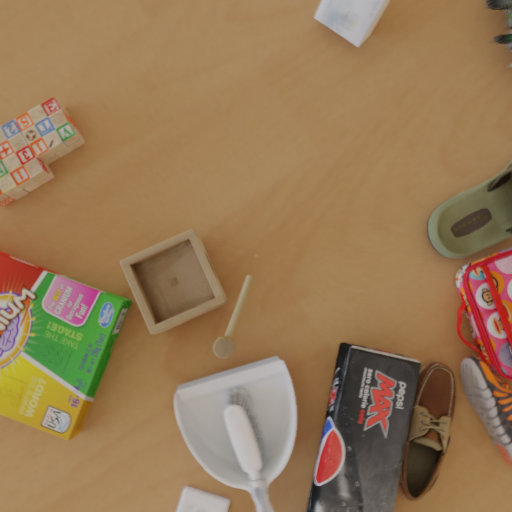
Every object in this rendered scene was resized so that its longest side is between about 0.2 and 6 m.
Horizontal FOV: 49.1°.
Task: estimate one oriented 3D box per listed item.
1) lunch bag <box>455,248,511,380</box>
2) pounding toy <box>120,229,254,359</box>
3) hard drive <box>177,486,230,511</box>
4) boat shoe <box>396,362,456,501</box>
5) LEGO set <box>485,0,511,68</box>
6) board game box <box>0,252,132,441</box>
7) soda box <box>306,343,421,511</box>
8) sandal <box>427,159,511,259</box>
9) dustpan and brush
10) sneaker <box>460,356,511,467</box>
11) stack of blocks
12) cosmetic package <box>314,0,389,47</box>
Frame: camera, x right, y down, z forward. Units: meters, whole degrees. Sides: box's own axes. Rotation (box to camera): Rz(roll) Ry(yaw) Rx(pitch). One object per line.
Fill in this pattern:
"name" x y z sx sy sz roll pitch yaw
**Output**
"lunch bag" 4.134 0.934 9.128 1.777 0.827 2.018 -20 85 3
"pounding toy" -0.883 0.679 9.045 1.799 0.937 2.048 -24 85 -2
"hard drive" -0.971 4.448 9.091 0.782 0.150 1.185 17 85 2
"boat shoe" 2.746 2.819 8.911 0.849 0.805 2.243 15 85 1
"LEGO set" 5.072 -4.477 9.677 3.782 1.072 2.456 -39 88 -16
"board game box" -3.953 1.291 9.144 3.118 0.629 2.386 20 85 2
"soda box" 1.584 3.142 8.750 1.199 1.073 3.389 12 84 1
"sandal" 4.385 -0.992 9.199 3.289 0.938 1.306 -34 86 -3
"dustpan and brush" -0.068 3.223 8.838 1.945 0.797 2.786 -18 94 5
"sneaker" 4.144 2.341 9.068 1.102 0.763 1.967 -28 96 -6
"stack of blocks" -3.861 -1.743 9.476 1.790 0.524 1.031 -31 86 -3
"cosmetic package" 1.647 -4.249 9.436 0.950 0.947 0.584 34 53 3
